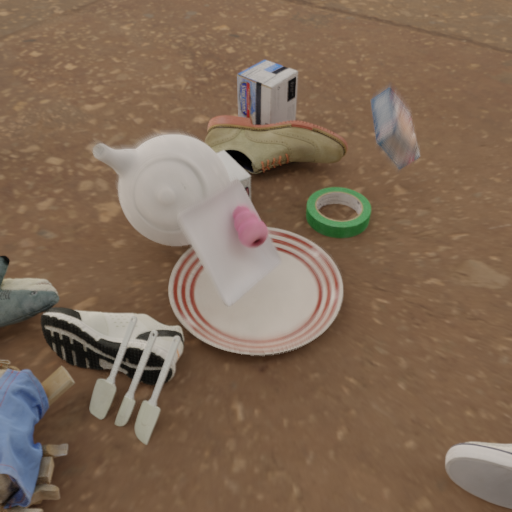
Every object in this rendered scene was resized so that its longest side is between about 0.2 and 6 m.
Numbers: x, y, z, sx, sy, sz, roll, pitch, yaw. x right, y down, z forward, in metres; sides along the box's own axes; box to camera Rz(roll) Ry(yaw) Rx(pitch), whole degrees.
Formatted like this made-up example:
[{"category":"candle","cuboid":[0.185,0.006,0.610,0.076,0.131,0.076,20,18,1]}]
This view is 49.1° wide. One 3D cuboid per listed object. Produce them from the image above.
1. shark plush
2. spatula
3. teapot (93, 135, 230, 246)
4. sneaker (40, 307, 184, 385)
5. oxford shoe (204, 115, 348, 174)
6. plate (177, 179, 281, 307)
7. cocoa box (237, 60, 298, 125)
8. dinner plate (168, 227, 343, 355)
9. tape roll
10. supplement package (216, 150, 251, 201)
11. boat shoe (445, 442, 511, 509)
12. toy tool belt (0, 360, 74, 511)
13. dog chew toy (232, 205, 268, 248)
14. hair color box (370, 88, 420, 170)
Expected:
[{"category":"shark plush","cuboid":[-4.547,1.040,9.010,2.615,1.188,1.089,-27,53,-24]},{"category":"spatula","cuboid":[-1.777,1.772,8.215,1.138,1.637,0.131,22,3,25]},{"category":"teapot","cuboid":[-1.451,-1.107,10.002,2.228,2.199,1.627,-12,11,0]},{"category":"sneaker","cuboid":[-2.296,1.322,9.041,2.430,0.896,0.972,16,34,10]},{"category":"oxford shoe","cuboid":[0.399,-2.317,12.723,3.274,1.159,1.209,6,63,12]},{"category":"plate","cuboid":[-0.436,-0.233,8.990,0.265,1.635,1.638,-20,13,43]},{"category":"cocoa box","cuboid":[0.264,-3.707,13.591,1.060,1.615,1.077,30,51,27]},{"category":"dinner plate","cuboid":[-0.004,0.584,10.031,3.080,0.373,3.080,-1,44,1]},{"category":"tape roll","cuboid":[1.701,-0.915,11.628,1.326,0.319,1.326,0,44,0]},{"category":"supplement package","cuboid":[-1.022,-1.409,11.769,1.491,0.826,1.161,-24,48,-22]},{"category":"boat shoe","cuboid":[3.771,2.800,7.352,2.551,0.918,0.838,10,40,9]},{"category":"toy tool belt","cuboid":[-3.190,2.534,6.985,1.715,1.743,2.791,-11,36,-8]},{"category":"dog chew toy","cuboid":[-0.136,-0.505,9.066,0.485,0.485,0.778,-19,60,-18]},{"category":"hair color box","cuboid":[2.734,-2.543,11.075,0.496,0.820,1.639,-31,34,31]}]
